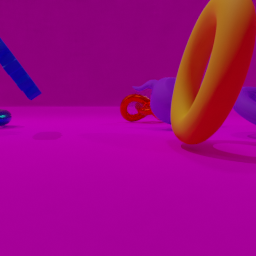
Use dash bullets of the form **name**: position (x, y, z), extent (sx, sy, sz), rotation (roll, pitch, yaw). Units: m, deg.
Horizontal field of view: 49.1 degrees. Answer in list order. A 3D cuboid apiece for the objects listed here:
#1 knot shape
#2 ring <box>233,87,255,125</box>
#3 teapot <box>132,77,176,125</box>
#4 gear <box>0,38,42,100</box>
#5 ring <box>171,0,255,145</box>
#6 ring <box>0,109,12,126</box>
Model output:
- **knot shape**: position (0.659, -0.637, 9.183), extent (1.632, 0.754, 1.527), rotation (-8, -12, 22)
- **ring**: position (2.681, -0.317, 5.070), extent (1.660, 0.332, 1.660), rotation (10, 28, -6)
- **teapot**: position (0.964, -0.604, 6.519), extent (1.854, 0.908, 1.153), rotation (36, 44, 1)
- **gear**: position (-2.202, -1.190, 5.346), extent (0.264, 1.428, 1.428), rotation (-37, 13, -9)
- **ring**: position (1.003, -0.741, 3.626), extent (0.392, 1.959, 1.959), rotation (14, 4, -3)
- **ring**: position (-3.937, -0.249, 7.055), extent (1.876, 0.375, 1.876), rotation (0, 8, 0)
